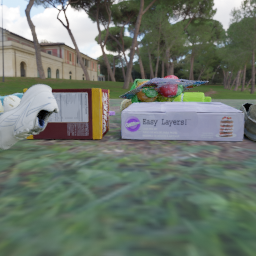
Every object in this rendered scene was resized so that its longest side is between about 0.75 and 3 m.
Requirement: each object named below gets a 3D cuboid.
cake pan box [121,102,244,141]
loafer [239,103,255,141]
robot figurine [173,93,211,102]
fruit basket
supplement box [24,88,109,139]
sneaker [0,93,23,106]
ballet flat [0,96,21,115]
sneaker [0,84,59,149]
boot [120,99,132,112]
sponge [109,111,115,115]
[{"bbox_3d":[1.091,-0.227,6.356,2.456,0.643,2.262,1,8,6],"label":"cake pan box"},{"bbox_3d":[2.714,-0.172,5.627,0.813,0.753,2.162,0,7,-4],"label":"loafer"},{"bbox_3d":[2.650,-1.019,11.809,1.632,0.944,1.432,2,8,16],"label":"robot figurine"},{"bbox_3d":[0.980,-1.023,8.107,1.843,0.933,1.990,-2,-3,-30],"label":"fruit basket"},{"bbox_3d":[-1.222,-0.350,6.083,1.493,0.991,1.472,0,7,3],"label":"supplement box"},{"bbox_3d":[-4.817,-0.975,11.509,2.360,0.939,1.541,-2,9,-21],"label":"sneaker"},{"bbox_3d":[-3.238,-0.428,7.191,2.647,0.983,0.983,2,7,13],"label":"ballet flat"},{"bbox_3d":[-1.526,-0.084,4.142,0.536,1.231,0.459,53,17,26],"label":"sneaker"},{"bbox_3d":[0.831,-0.611,9.381,1.895,0.683,1.465,3,6,-36],"label":"boot"},{"bbox_3d":[-1.129,-0.646,11.913,0.629,0.168,1.128,-6,9,-40],"label":"sponge"}]
